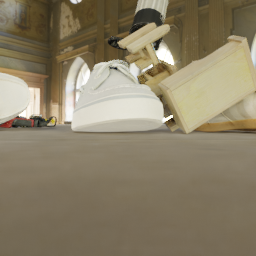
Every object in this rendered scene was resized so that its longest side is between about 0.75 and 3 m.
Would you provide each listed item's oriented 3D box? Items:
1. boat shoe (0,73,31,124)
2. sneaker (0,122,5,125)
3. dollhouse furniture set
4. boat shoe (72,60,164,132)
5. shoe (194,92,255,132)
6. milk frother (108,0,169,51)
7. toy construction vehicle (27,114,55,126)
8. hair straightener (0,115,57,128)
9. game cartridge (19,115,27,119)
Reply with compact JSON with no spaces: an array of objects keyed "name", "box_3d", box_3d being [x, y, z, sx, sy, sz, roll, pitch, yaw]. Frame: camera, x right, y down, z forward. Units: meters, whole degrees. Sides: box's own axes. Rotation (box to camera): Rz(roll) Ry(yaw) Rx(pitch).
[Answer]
[{"name":"boat shoe","box_3d":[-2.325,-0.329,3.640,0.848,0.867,2.447,2,11,45]},{"name":"sneaker","box_3d":[-4.349,-0.692,6.949,2.691,1.002,1.139,10,39,-21]},{"name":"dollhouse furniture set","box_3d":[0.736,-0.696,3.617,0.984,1.298,1.481,-32,29,-2]},{"name":"boat shoe","box_3d":[-0.271,-0.465,4.159,1.079,1.026,2.996,0,1,-9]},{"name":"shoe","box_3d":[1.541,-0.225,3.757,0.736,0.562,2.105,0,1,-21]},{"name":"milk frother","box_3d":[0.200,-2.092,5.568,1.083,1.019,0.977,10,-26,6]},{"name":"toy construction vehicle","box_3d":[-3.918,-0.234,11.852,1.305,0.460,1.137,3,-12,-41]},{"name":"hair straightener","box_3d":[-2.792,-0.227,7.607,2.154,0.441,0.829,-1,1,21]},{"name":"game cartridge","box_3d":[-5.190,-0.264,10.475,2.559,0.523,1.703,0,-3,-10]}]
